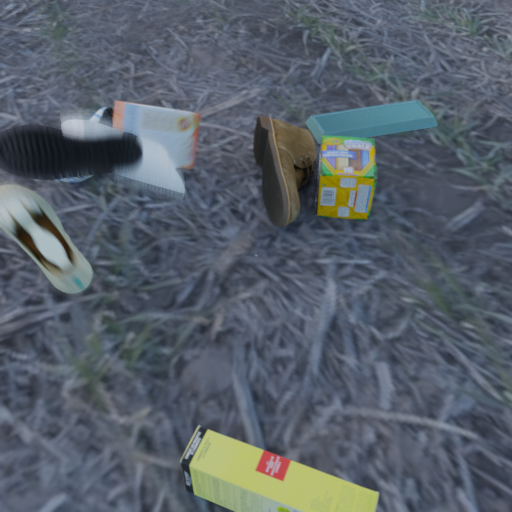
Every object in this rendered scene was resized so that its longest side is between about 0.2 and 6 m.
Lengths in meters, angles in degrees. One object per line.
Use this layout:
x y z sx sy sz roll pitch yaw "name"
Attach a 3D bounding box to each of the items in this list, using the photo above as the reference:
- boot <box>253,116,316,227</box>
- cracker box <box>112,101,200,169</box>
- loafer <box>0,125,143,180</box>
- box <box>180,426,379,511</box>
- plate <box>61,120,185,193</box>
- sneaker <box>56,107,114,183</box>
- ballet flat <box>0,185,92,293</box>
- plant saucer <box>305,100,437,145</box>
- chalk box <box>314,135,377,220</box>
0.691 -1.754 11.007 1.236 1.206 3.276 6 41 -10 "boot"
-1.972 -2.346 10.973 1.658 1.110 0.478 -2 19 -39 "cracker box"
-2.452 -1.289 7.364 1.850 0.676 0.657 0 0 -20 "loafer"
0.232 2.716 6.445 2.191 0.825 0.549 15 45 17 "box"
-2.084 -1.654 8.776 1.834 0.296 1.830 15 22 -26 "plate"
-3.551 -2.418 11.842 0.909 0.902 2.509 -3 38 14 "sneaker"
-2.777 -0.345 7.114 1.964 0.612 0.663 42 73 15 "ballet flat"
2.689 -3.155 13.042 2.938 0.279 1.027 -12 44 -11 "plant saucer"
1.726 -1.635 10.856 1.043 1.048 1.685 5 45 6 "chalk box"
